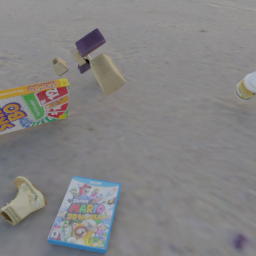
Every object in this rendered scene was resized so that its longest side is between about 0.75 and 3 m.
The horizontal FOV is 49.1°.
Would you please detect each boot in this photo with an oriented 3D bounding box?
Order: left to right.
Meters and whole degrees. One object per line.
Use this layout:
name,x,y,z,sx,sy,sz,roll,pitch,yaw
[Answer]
boot,-2.113,1.365,5.330,0.960,0.349,0.746,30,46,31

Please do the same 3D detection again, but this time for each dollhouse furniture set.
dollhouse furniture set,-0.993,-1.434,8.969,1.961,1.756,2.474,-33,52,4

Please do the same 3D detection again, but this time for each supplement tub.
supplement tub,3.613,-1.237,8.258,0.605,0.838,0.605,2,72,-6

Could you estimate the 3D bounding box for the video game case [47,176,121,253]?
video game case,-0.739,1.517,5.144,1.004,0.125,1.403,8,40,6

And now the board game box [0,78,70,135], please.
board game box,-2.757,-0.451,6.961,2.625,1.254,0.394,-15,56,-25
